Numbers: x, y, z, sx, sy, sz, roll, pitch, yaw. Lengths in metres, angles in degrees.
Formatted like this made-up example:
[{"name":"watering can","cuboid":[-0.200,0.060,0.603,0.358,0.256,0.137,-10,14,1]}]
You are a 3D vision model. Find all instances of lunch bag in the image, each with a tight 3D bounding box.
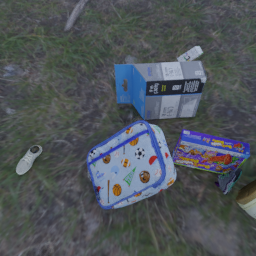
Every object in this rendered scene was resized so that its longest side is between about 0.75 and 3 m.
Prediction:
[{"name":"lunch bag","cuboid":[-0.038,0.912,6.942,2.256,0.853,1.808,-30,65,28]}]

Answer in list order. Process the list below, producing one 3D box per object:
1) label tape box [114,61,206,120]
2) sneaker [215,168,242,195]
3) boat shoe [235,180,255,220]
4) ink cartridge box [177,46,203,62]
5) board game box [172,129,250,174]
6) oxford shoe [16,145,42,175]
[{"name":"label tape box","cuboid":[0.877,-1.056,8.353,2.462,1.775,0.779,-3,55,-1]},{"name":"sneaker","cuboid":[2.537,1.305,7.223,0.398,1.068,0.468,-34,59,-32]},{"name":"boat shoe","cuboid":[3.147,1.640,6.438,0.991,2.679,0.889,-43,69,25]},{"name":"ink cartridge box","cuboid":[2.158,-2.509,9.734,0.316,0.752,0.544,61,34,-1]},{"name":"board game box","cuboid":[2.153,0.688,7.499,1.725,1.160,0.386,12,54,3]},{"name":"oxford shoe","cuboid":[-2.832,0.870,7.980,0.375,0.288,0.997,31,63,6]}]
